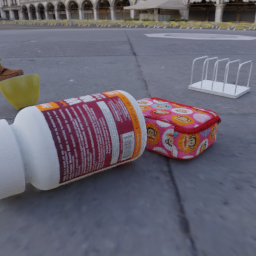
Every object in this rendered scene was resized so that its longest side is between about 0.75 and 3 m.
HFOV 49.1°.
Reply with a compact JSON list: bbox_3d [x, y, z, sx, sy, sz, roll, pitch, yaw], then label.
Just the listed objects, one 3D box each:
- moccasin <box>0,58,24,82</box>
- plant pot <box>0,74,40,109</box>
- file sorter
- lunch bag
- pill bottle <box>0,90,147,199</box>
[{"bbox_3d":[-6.245,-2.651,12.969,2.856,1.102,1.045,6,24,13],"label":"moccasin"},{"bbox_3d":[-3.599,-1.203,9.587,1.378,0.978,1.378,-16,7,2],"label":"plant pot"},{"bbox_3d":[3.873,-2.213,11.730,2.115,1.317,1.467,19,30,38],"label":"file sorter"},{"bbox_3d":[1.115,-0.127,7.483,2.435,0.998,2.145,19,25,35],"label":"lunch bag"},{"bbox_3d":[-1.237,0.262,5.647,2.988,1.637,1.637,-15,28,-31],"label":"pill bottle"}]
